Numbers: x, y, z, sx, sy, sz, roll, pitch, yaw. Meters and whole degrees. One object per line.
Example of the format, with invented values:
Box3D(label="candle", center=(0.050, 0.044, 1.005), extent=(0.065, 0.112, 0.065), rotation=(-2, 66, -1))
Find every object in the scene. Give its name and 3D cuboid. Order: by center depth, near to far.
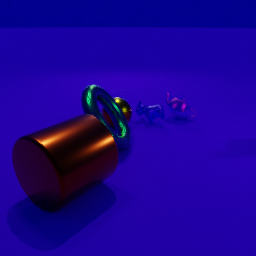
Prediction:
Box3D(label="cylinder", center=(-1.110, 0.581, 5.089), extent=(1.374, 1.374, 1.374), rotation=(16, 28, 34))
Box3D(label="ring", center=(-0.501, -0.247, 6.913), extent=(0.363, 1.815, 1.815), rotation=(-30, 15, 18))
Box3D(label="ball", center=(-0.331, -0.450, 8.313), extent=(0.910, 0.910, 0.910), rotation=(0, 22, 0))
Box3D(label="cow figurine", center=(0.697, -0.561, 8.841), extent=(0.899, 0.494, 0.885), rotation=(-20, 49, 9))
Box3D(label="teapot", center=(1.642, -0.708, 9.062), extent=(1.256, 0.615, 0.781), rotation=(32, 12, 1))
